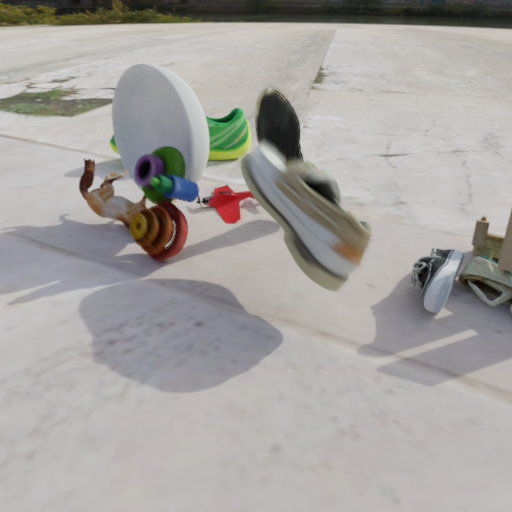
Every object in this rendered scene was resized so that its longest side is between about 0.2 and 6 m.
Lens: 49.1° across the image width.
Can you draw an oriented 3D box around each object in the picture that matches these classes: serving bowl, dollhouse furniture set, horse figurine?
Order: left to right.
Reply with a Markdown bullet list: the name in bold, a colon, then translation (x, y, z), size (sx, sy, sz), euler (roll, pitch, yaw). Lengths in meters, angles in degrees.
- **horse figurine**: translation (-2.549, -1.060, 10.699), size (2.145, 0.535, 1.422), euler (26, 47, 5)
- **serving bowl**: translation (-1.631, -2.249, 10.178), size (2.422, 2.422, 0.797), euler (24, 35, 38)
- **dollhouse furniture set**: translation (4.292, -0.537, 8.518), size (1.716, 1.470, 1.805), euler (13, 12, 23)

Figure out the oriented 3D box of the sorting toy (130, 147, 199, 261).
- **sorting toy**: translation (-1.680, -0.983, 9.278), size (1.244, 2.070, 0.850), euler (-23, -22, 36)

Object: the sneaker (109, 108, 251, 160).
- **sneaker**: translation (-1.878, -3.117, 13.923), size (3.500, 1.463, 1.296), euler (-8, 30, -13)

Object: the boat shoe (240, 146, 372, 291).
- **boat shoe**: translation (0.733, -0.829, 8.166), size (1.091, 0.998, 2.919), euler (16, 32, -43)

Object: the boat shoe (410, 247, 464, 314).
- **boat shoe**: translation (2.637, 0.275, 8.364), size (0.611, 0.661, 1.789), euler (18, 32, 23)

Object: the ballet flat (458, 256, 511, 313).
- **ballet flat**: translation (3.704, 0.613, 8.012), size (0.590, 0.638, 1.892), euler (-38, 34, -9)

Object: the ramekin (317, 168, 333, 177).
- **ramekin**: translation (1.257, -1.601, 12.167), size (0.882, 0.431, 0.882), euler (0, 28, 0)

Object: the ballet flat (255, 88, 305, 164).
- **ballet flat**: translation (0.431, -1.878, 10.060), size (0.824, 2.479, 0.704), euler (-28, 42, -8)

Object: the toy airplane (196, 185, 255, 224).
- **toy airplane**: translation (-0.320, -1.187, 11.493), size (1.833, 0.337, 1.833), euler (0, 30, 0)
